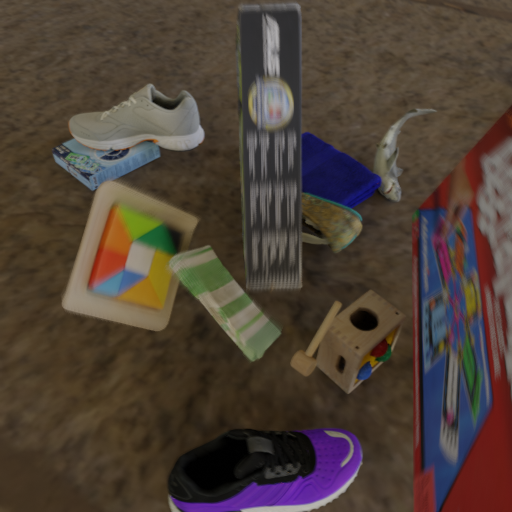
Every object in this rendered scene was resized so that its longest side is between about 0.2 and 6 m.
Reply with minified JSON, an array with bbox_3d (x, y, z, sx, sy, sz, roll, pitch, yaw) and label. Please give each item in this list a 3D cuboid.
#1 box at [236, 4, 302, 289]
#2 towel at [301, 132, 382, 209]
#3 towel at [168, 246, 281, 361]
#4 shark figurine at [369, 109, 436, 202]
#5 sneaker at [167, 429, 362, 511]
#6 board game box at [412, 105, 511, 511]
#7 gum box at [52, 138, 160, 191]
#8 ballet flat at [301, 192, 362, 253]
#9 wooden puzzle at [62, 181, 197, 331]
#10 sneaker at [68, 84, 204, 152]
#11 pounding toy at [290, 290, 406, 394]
[{"bbox_3d":[0.147,-1.576,8.514,0.797,3.601,2.885,-2,11,-3],"label":"box"},{"bbox_3d":[1.253,-1.607,11.508,1.635,0.549,2.214,-35,54,-22],"label":"towel"},{"bbox_3d":[-0.397,0.634,8.226,1.829,0.214,1.395,49,17,5],"label":"towel"},{"bbox_3d":[2.906,-2.092,11.648,0.867,2.078,1.242,18,-2,-35],"label":"shark figurine"},{"bbox_3d":[0.146,2.508,6.724,2.493,1.240,0.867,-11,45,-10],"label":"sneaker"},{"bbox_3d":[2.770,0.593,6.582,0.510,2.698,5.241,22,48,-10],"label":"board game box"},{"bbox_3d":[-3.258,-2.249,12.204,1.757,0.391,1.493,-35,54,-30],"label":"gum box"},{"bbox_3d":[0.630,-0.864,10.471,2.806,0.992,0.992,29,51,31],"label":"ballet flat"},{"bbox_3d":[-1.753,0.067,8.217,0.351,1.743,1.884,11,81,47],"label":"wooden puzzle"},{"bbox_3d":[-2.549,-3.007,11.763,2.838,1.305,1.074,-1,44,-1],"label":"sneaker"},{"bbox_3d":[1.305,1.270,7.803,1.668,1.465,0.763,-33,57,-29],"label":"pounding toy"}]
